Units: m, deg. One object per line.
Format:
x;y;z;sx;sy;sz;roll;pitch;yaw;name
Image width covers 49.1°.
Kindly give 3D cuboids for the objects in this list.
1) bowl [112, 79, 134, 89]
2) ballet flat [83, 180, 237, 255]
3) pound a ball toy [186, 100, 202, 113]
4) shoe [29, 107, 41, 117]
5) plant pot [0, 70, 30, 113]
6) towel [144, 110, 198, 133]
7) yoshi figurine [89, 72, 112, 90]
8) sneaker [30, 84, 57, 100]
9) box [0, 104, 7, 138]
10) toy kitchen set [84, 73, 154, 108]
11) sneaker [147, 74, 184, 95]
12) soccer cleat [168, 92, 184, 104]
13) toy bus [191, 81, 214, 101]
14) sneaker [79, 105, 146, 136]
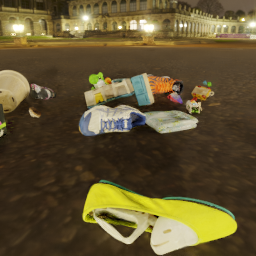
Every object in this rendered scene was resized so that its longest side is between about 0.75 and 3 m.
-0.154;-2.035;14.166;1.360;0.711;1.360;0;20;0;bowl
0.356;1.530;4.544;2.565;0.857;0.860;8;43;27;ballet flat
2.799;-0.930;11.592;0.630;0.410;0.966;0;20;1;pound a ball toy
-3.622;-0.557;10.888;0.317;0.242;0.906;8;16;-37;shoe
-5.019;-1.407;11.603;1.576;1.576;1.443;-2;31;-7;plant pot
1.444;-0.274;9.843;1.593;0.384;1.364;-9;21;-22;towel
-1.561;-2.431;14.959;1.002;0.998;1.782;-17;23;-24;yoshi figurine
-4.089;-1.676;13.535;1.693;0.680;0.731;26;18;38;sneaker
-4.477;-0.081;8.310;0.894;1.068;1.438;5;21;14;box
-0.369;-1.296;11.959;2.244;1.322;1.798;-11;12;34;toy kitchen set
1.821;-2.132;13.993;2.637;1.023;1.477;-17;25;-39;sneaker
2.193;-1.329;12.823;0.441;0.411;1.205;-21;23;-2;soccer cleat
3.560;-1.595;13.212;1.005;0.550;1.065;-23;46;23;toy bus
-0.419;-0.267;9.079;2.389;0.899;1.053;-19;27;-40;sneaker
